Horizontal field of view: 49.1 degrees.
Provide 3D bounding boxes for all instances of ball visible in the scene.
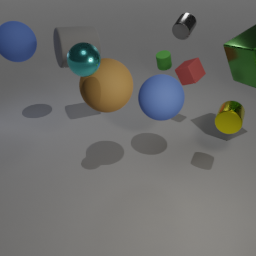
[{"bbox_3d":[-0.913,-1.417,5.823,0.700,0.700,0.700,0,29,0],"label":"ball"},{"bbox_3d":[-3.967,-3.051,9.932,1.400,1.400,1.400,0,29,0],"label":"ball"},{"bbox_3d":[-0.563,-1.102,7.306,1.400,1.400,1.400,0,29,0],"label":"ball"},{"bbox_3d":[1.009,-0.923,8.526,1.400,1.400,1.400,0,29,0],"label":"ball"}]

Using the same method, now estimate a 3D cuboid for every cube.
[{"bbox_3d":[4.128,-2.262,8.772,1.400,1.400,1.400,-32,29,-5],"label":"cube"},{"bbox_3d":[2.311,-2.089,10.409,0.700,0.700,0.700,-42,22,-28],"label":"cube"}]

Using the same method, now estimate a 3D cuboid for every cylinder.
[{"bbox_3d":[2.789,-0.299,7.654,0.700,0.700,0.700,13,33,22],"label":"cylinder"},{"bbox_3d":[2.082,-3.755,10.355,0.700,0.700,0.700,17,59,28],"label":"cylinder"},{"bbox_3d":[1.723,-3.238,13.427,0.700,0.700,0.700,-9,45,9],"label":"cylinder"},{"bbox_3d":[-1.870,-2.958,10.210,1.400,1.400,1.400,-11,31,-22],"label":"cylinder"}]
